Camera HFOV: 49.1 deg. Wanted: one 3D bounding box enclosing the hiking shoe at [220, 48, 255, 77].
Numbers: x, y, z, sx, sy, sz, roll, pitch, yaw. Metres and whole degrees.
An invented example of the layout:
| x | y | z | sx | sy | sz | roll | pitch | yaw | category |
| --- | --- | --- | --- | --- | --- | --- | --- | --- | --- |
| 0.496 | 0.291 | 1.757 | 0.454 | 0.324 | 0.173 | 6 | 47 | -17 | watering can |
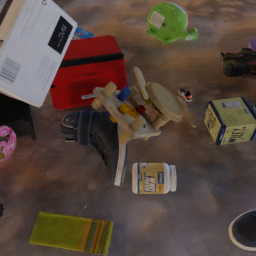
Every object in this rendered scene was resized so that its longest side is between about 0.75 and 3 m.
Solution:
| x | y | z | sx | sy | sz | roll | pitch | yaw | category |
| --- | --- | --- | --- | --- | --- | --- | --- | --- | --- |
| 5.359 | -2.938 | 11.927 | 2.672 | 1.012 | 1.345 | 0 | 61 | 1 | hiking shoe |

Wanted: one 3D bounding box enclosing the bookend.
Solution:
| x | y | z | sx | sy | sz | roll | pitch | yaw | category |
| --- | --- | --- | --- | --- | --- | --- | --- | --- | --- |
| -4.403 | -0.330 | 9.691 | 1.988 | 0.922 | 2.001 | -16 | 49 | -15 | bookend |

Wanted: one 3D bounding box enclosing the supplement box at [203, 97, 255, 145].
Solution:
| x | y | z | sx | sy | sz | roll | pitch | yaw | category |
| --- | --- | --- | --- | --- | --- | --- | --- | --- | --- |
| 3.507 | -0.255 | 9.640 | 1.332 | 0.895 | 1.333 | -7 | 48 | -7 | supplement box |

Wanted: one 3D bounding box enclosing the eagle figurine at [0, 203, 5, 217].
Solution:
| x | y | z | sx | sy | sz | roll | pitch | yaw | category |
| --- | --- | --- | --- | --- | --- | --- | --- | --- | --- |
| -4.402 | 2.207 | 7.409 | 1.786 | 1.348 | 1.355 | -7 | 85 | -47 | eagle figurine |

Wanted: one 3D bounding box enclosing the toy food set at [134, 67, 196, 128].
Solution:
| x | y | z | sx | sy | sz | roll | pitch | yaw | category |
| --- | --- | --- | --- | --- | --- | --- | --- | --- | --- |
| 1.185 | -0.886 | 9.802 | 2.696 | 0.541 | 1.861 | 27 | 34 | -33 | toy food set |

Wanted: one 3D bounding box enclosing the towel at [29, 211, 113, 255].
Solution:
| x | y | z | sx | sy | sz | roll | pitch | yaw | category |
| --- | --- | --- | --- | --- | --- | --- | --- | --- | --- |
| -1.475 | 2.731 | 7.370 | 2.064 | 0.186 | 0.888 | 6 | 47 | 6 | towel |

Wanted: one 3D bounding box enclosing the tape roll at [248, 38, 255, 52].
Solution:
| x | y | z | sx | sy | sz | roll | pitch | yaw | category |
| --- | --- | --- | --- | --- | --- | --- | --- | --- | --- |
| 6.281 | -3.397 | 12.686 | 1.670 | 0.709 | 1.670 | 1 | 48 | -1 | tape roll |

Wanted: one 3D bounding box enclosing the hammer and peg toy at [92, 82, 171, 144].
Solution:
| x | y | z | sx | sy | sz | roll | pitch | yaw | category |
| --- | --- | --- | --- | --- | --- | --- | --- | --- | --- |
| 0.197 | -0.523 | 9.168 | 2.052 | 0.984 | 2.789 | 50 | 24 | 17 | hammer and peg toy |

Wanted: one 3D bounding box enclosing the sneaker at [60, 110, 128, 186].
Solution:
| x | y | z | sx | sy | sz | roll | pitch | yaw | category |
| --- | --- | --- | --- | --- | --- | --- | --- | --- | --- |
| -1.080 | 0.525 | 8.690 | 2.116 | 1.114 | 2.929 | 2 | 42 | -7 | sneaker |

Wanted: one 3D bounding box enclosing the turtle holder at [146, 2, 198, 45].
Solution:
| x | y | z | sx | sy | sz | roll | pitch | yaw | category |
| --- | --- | --- | --- | --- | --- | --- | --- | --- | --- |
| 2.203 | -5.156 | 13.552 | 2.374 | 1.804 | 1.686 | 13 | 38 | 27 | turtle holder |

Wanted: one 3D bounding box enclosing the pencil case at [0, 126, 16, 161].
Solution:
| x | y | z | sx | sy | sz | roll | pitch | yaw | category |
| --- | --- | --- | --- | --- | --- | --- | --- | --- | --- |
| -4.827 | 0.265 | 8.782 | 2.746 | 1.137 | 1.188 | 13 | 91 | 23 | pencil case |

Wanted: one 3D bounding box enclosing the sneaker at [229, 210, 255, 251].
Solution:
| x | y | z | sx | sy | sz | roll | pitch | yaw | category |
| --- | --- | --- | --- | --- | --- | --- | --- | --- | --- |
| 3.968 | 2.036 | 6.783 | 2.822 | 2.039 | 1.073 | -10 | 50 | -7 | sneaker |

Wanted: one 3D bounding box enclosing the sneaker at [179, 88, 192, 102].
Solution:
| x | y | z | sx | sy | sz | roll | pitch | yaw | category |
| --- | --- | --- | --- | --- | --- | --- | --- | --- | --- |
| 2.291 | -1.398 | 11.091 | 0.293 | 0.331 | 0.783 | -20 | 50 | -18 | sneaker |

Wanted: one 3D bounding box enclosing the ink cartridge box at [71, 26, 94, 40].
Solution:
| x | y | z | sx | sy | sz | roll | pitch | yaw | category |
| --- | --- | --- | --- | --- | --- | --- | --- | --- | --- |
| -3.184 | -3.346 | 12.269 | 2.142 | 1.237 | 2.934 | 32 | 55 | 26 | ink cartridge box |

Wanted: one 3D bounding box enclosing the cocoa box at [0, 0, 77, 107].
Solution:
| x | y | z | sx | sy | sz | roll | pitch | yaw | category |
| --- | --- | --- | --- | --- | --- | --- | --- | --- | --- |
| -3.086 | -2.294 | 7.905 | 1.804 | 1.833 | 2.749 | 18 | 82 | 33 | cocoa box |

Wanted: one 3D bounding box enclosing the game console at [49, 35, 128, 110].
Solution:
| x | y | z | sx | sy | sz | roll | pitch | yaw | category |
| --- | --- | --- | --- | --- | --- | --- | --- | --- | --- |
| -1.675 | -2.277 | 11.136 | 2.956 | 2.547 | 1.754 | -11 | 16 | -9 | game console |

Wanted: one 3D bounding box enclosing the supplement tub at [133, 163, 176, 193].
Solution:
| x | y | z | sx | sy | sz | roll | pitch | yaw | category |
| --- | --- | --- | --- | --- | --- | --- | --- | --- | --- |
| 0.610 | 1.189 | 6.648 | 0.995 | 0.720 | 0.720 | -1 | 47 | 3 | supplement tub |

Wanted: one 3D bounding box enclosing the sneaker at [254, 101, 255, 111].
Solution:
| x | y | z | sx | sy | sz | roll | pitch | yaw | category |
| --- | --- | --- | --- | --- | --- | --- | --- | --- | --- |
| 5.374 | -1.453 | 10.769 | 0.746 | 0.872 | 2.104 | 20 | 51 | 16 | sneaker |
